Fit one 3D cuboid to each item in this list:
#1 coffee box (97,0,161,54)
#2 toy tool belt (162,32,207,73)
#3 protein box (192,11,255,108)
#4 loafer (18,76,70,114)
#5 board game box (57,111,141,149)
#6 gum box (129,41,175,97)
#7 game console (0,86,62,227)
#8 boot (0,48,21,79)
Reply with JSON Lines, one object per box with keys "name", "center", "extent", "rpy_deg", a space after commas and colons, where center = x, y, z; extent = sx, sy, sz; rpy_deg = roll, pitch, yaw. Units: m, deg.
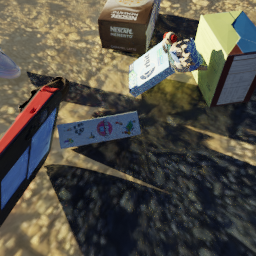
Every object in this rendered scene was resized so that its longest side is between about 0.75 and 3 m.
{"name": "coffee box", "center": [0.156, -4.163, 10.234], "extent": [1.695, 1.182, 2.964], "rpy_deg": [9, 53, 9]}
{"name": "toy tool belt", "center": [1.548, -1.971, 7.285], "extent": [0.805, 1.310, 0.818], "rpy_deg": [21, 72, 47]}
{"name": "protein box", "center": [2.837, -1.974, 8.121], "extent": [1.292, 1.915, 1.902], "rpy_deg": [-8, 53, -6]}
{"name": "loafer", "center": [-2.308, -0.872, 7.785], "extent": [0.668, 0.652, 1.829], "rpy_deg": [19, 58, 25]}
{"name": "board game box", "center": [-0.726, 0.066, 6.872], "extent": [1.825, 1.346, 0.586], "rpy_deg": [-10, 90, -9]}
{"name": "gum box", "center": [0.669, -1.776, 8.407], "extent": [1.482, 0.330, 1.259], "rpy_deg": [-29, 43, 31]}
{"name": "game console", "center": [-2.061, 0.599, 5.617], "extent": [0.400, 2.577, 2.279], "rpy_deg": [22, 45, -4]}
{"name": "boot", "center": [-4.367, -2.480, 8.751], "extent": [2.269, 1.084, 0.835], "rpy_deg": [28, 44, 5]}
